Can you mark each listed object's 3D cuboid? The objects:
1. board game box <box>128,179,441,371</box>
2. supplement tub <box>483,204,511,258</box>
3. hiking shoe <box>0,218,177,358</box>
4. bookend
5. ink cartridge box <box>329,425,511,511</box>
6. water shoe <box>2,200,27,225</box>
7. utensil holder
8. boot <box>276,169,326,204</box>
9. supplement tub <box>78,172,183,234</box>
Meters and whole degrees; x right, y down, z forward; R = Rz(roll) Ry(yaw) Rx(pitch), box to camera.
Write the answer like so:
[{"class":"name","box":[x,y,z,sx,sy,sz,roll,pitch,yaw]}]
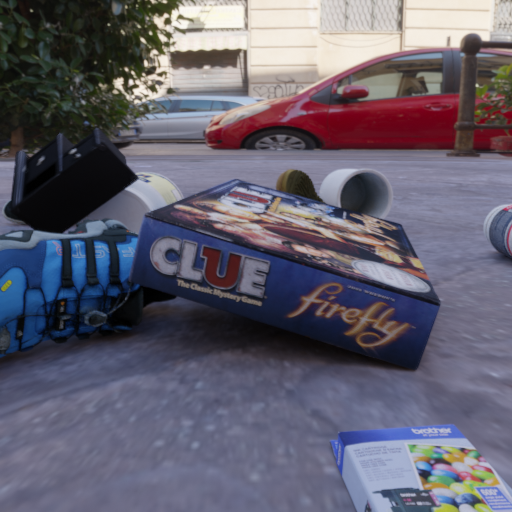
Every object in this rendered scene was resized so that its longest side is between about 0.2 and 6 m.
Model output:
[{"class":"board game box","box":[0.555,-0.125,7.258,2.907,0.743,4.292,16,15,5]},{"class":"supplement tub","box":[4.542,-0.392,9.560,0.925,0.925,1.318,0,13,-1]},{"class":"hiking shoe","box":[-1.867,0.340,5.835,1.355,1.162,3.124,19,25,16]},{"class":"bookend","box":[-2.727,-1.348,8.374,1.675,0.771,1.664,-33,42,10]},{"class":"ink cartridge box","box":[0.995,1.369,3.317,0.836,0.294,1.401,-1,11,-7]},{"class":"water shoe","box":[-4.864,-1.292,12.952,2.198,0.786,0.867,-7,-20,0]},{"class":"utensil holder","box":[2.307,-1.407,13.243,1.331,1.331,1.566,-2,10,-9]},{"class":"boot","box":[0.092,-1.215,12.327,2.567,0.849,2.248,10,-19,31]},{"class":"supplement tub","box":[-2.044,-0.636,9.442,1.445,1.445,1.993,1,12,4]}]
